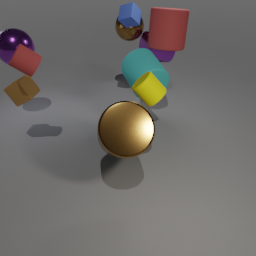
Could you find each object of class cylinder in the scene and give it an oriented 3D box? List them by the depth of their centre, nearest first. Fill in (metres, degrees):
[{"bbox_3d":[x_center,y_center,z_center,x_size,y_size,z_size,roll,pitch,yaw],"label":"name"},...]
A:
[{"bbox_3d":[-0.102,0.097,7.399,1.400,1.400,1.400,-4,-6,-7],"label":"cylinder"},{"bbox_3d":[0.584,-1.080,7.769,0.700,0.700,0.700,-40,19,17],"label":"cylinder"},{"bbox_3d":[-2.985,-1.963,8.157,0.700,0.700,0.700,29,20,-27],"label":"cylinder"},{"bbox_3d":[1.489,-3.699,10.446,1.400,1.400,1.400,3,25,-1],"label":"cylinder"},{"bbox_3d":[0.625,-2.020,10.491,1.400,1.400,1.400,-12,51,-19],"label":"cylinder"},{"bbox_3d":[1.425,-3.980,13.808,1.400,1.400,1.400,-2,30,-20],"label":"cylinder"}]

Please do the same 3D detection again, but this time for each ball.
[{"bbox_3d":[-4.279,-3.049,10.648,1.400,1.400,1.400,0,31,0],"label":"ball"},{"bbox_3d":[0.075,-4.953,13.609,1.400,1.400,1.400,0,31,0],"label":"ball"}]

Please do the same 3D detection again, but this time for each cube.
[{"bbox_3d":[-3.523,-1.268,9.364,0.700,0.700,0.700,-22,26,23],"label":"cube"},{"bbox_3d":[0.080,-4.824,12.004,0.700,0.700,0.700,1,-11,33],"label":"cube"}]
